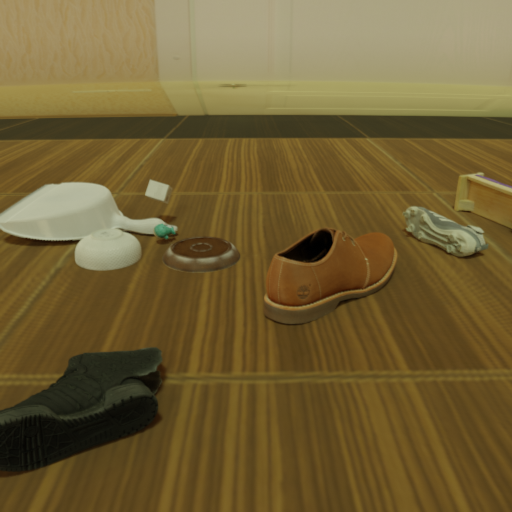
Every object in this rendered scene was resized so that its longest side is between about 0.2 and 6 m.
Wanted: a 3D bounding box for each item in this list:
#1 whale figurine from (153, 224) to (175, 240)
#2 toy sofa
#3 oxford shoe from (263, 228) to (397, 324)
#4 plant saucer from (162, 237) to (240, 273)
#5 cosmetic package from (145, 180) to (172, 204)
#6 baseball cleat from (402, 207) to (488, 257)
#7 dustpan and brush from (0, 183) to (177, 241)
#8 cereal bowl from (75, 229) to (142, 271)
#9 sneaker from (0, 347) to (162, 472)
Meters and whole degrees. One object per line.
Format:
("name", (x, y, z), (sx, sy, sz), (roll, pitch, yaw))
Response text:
("whale figurine", (-1.876, -0.524, 11.557), (0.477, 0.247, 0.379), (-4, 64, -35))
("toy sofa", (5.694, -1.226, 12.833), (1.073, 0.911, 2.199), (-9, 24, -18))
("oxford shoe", (1.437, 0.026, 9.440), (1.201, 1.200, 3.367), (16, 25, 37))
("plant saucer", (-1.066, -0.076, 10.907), (1.525, 0.245, 1.525), (1, 21, 0))
("cosmetic package", (-2.174, -1.432, 12.531), (0.453, 0.377, 0.379), (17, -2, 6))
("baseball cleat", (3.921, -0.494, 11.572), (1.003, 0.657, 1.885), (-5, 32, -27))
("dustpan and brush", (-3.443, -0.859, 12.205), (3.490, 0.999, 2.436), (-2, 26, 13))
("cereal bowl", (-2.860, -0.186, 10.801), (1.258, 0.524, 1.258), (0, 23, 0))
("sneaker", (-2.003, 1.596, 6.290), (2.276, 0.684, 1.187), (-7, 23, -29))
